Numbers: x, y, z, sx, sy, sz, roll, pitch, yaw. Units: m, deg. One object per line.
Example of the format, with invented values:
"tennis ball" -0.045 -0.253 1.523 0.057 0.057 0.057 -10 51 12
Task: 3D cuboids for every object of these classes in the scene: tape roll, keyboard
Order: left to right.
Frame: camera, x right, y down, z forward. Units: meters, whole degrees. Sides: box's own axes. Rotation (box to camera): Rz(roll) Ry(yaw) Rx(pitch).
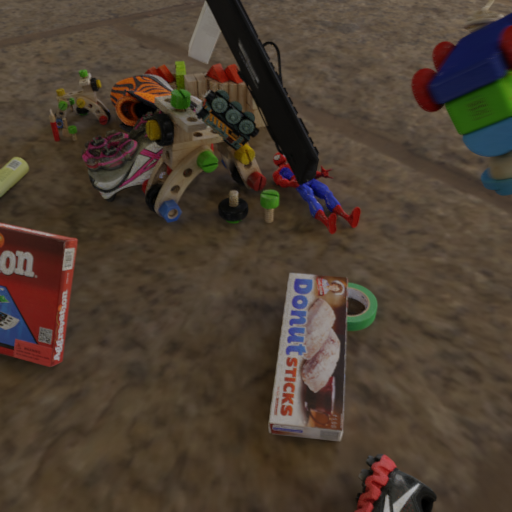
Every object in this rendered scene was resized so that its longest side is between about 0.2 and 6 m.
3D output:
"keyboard" 0.180 -3.040 8.759 0.766 2.011 3.864 -25 85 -4
"tape roll" 1.406 0.771 8.595 0.872 0.210 0.872 0 38 0

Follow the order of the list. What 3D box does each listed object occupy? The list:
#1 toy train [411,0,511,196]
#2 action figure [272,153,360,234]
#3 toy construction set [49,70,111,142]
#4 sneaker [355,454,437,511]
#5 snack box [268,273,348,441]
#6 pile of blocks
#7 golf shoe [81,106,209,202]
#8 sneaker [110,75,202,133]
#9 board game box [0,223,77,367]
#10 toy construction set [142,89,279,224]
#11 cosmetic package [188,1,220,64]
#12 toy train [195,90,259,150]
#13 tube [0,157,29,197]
"toy train" 2.789 -1.894 6.243 1.121 1.532 2.648 -17 24 40
"action figure" 1.016 -1.378 10.957 0.844 0.667 2.581 -20 41 -20
"toy construction set" -4.296 -3.612 13.132 1.397 1.287 1.675 10 41 13
"sneaker" 1.263 2.918 5.569 0.939 0.680 1.923 18 41 24
"snack box" 0.771 1.274 7.704 0.908 0.307 2.525 4 45 8
"pile of blocks" -1.098 -4.275 13.949 4.125 1.282 1.693 11 40 12
"golf shoe" -2.069 -2.089 11.154 2.753 1.268 0.999 -29 50 -21
"sneaker" -2.626 -3.434 12.546 3.086 1.197 1.729 23 22 34
"board game box" -4.257 0.314 8.011 3.463 1.782 0.337 11 6 13
"toy construction set" -1.026 -2.288 10.700 2.502 2.305 3.000 -5 39 -7
"cosmetic package" -1.118 -5.182 12.851 0.523 1.288 0.727 16 38 -17
"toy train" -0.448 -2.086 8.605 1.015 0.579 0.433 35 33 -24
"tube" -5.146 -1.397 11.173 0.404 0.452 1.556 38 42 -15
